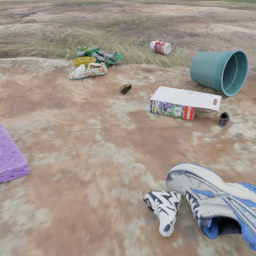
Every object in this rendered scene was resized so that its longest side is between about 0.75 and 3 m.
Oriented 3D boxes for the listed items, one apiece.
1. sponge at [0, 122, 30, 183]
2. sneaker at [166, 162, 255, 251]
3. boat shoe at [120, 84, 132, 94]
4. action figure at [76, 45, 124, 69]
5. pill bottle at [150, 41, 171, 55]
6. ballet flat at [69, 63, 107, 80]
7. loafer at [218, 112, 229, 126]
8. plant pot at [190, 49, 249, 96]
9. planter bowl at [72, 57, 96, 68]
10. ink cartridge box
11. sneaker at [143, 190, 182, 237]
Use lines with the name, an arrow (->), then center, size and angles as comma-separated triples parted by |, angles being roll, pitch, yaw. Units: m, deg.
sponge -> -3.689, 0.611, 7.159 | 1.479, 0.395, 2.651 | -20, 37, -31
sneaker -> 1.480, 1.384, 5.143 | 1.035, 0.936, 2.430 | -52, 32, -19
boat shoe -> -0.149, -1.496, 10.740 | 0.273, 0.289, 0.802 | 11, 23, 25
action figure -> -1.707, -3.656, 13.867 | 1.633, 0.756, 2.765 | -30, 39, -35
pill bottle -> 1.732, -4.323, 14.996 | 1.066, 0.602, 0.602 | 26, 40, 35
ballet flat -> -1.743, -2.504, 12.086 | 1.734, 0.554, 0.656 | -15, 37, -22
loafer -> 3.043, -0.338, 8.830 | 0.296, 0.260, 0.825 | 14, 34, 22
plant pot -> 3.396, -2.200, 10.737 | 1.688, 1.688, 1.653 | -23, 30, -32
planter bowl -> -1.970, -2.866, 12.765 | 1.080, 0.450, 1.080 | -2, 32, 1
ink cartridge box -> 1.912, -0.788, 9.310 | 2.160, 0.544, 1.177 | 12, 33, 17
sneaker -> 0.589, 1.601, 5.492 | 0.739, 0.453, 1.135 | 10, 33, 18
